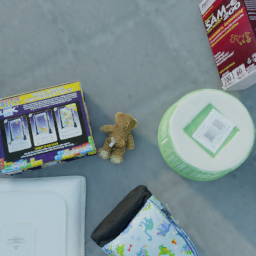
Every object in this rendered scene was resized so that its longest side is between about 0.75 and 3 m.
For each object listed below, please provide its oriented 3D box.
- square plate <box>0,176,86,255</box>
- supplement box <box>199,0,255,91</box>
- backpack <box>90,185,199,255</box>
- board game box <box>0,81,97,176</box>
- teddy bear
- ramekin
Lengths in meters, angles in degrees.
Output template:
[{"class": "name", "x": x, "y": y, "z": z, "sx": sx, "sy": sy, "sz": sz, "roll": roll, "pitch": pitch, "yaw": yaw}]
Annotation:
[{"class": "square plate", "x": -2.505, "y": 2.635, "z": 6.543, "sx": 2.985, "sy": 0.425, "sz": 2.957, "roll": -2, "pitch": 77, "yaw": 0}, {"class": "supplement box", "x": 2.768, "y": -2.396, "z": 7.030, "sx": 0.785, "sy": 1.404, "sz": 2.579, "roll": -7, "pitch": 77, "yaw": -22}, {"class": "backpack", "x": 0.537, "y": 2.587, "z": 6.108, "sx": 1.745, "sy": 1.645, "sz": 2.139, "roll": -41, "pitch": 95, "yaw": -16}, {"class": "board game box", "x": -2.069, "y": 0.008, "z": 6.994, "sx": 2.255, "sy": 0.639, "sz": 1.864, "roll": -13, "pitch": 76, "yaw": -3}, {"class": "teddy bear", "x": -0.254, "y": 0.256, "z": 7.099, "sx": 0.937, "sy": 0.431, "sz": 1.292, "roll": 5, "pitch": 86, "yaw": 9}, {"class": "ramekin", "x": 1.865, "y": 0.142, "z": 6.725, "sx": 2.210, "sy": 1.079, "sz": 2.210, "roll": 0, "pitch": 78, "yaw": 0}]
